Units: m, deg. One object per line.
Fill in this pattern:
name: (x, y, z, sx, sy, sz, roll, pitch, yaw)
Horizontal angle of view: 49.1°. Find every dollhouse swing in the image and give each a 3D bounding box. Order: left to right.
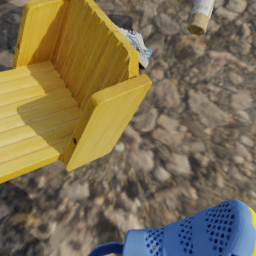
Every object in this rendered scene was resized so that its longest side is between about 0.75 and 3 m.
dollhouse swing: (-1.625, -0.773, 4.609, 2.352, 2.431, 2.676, -10, 55, -40)

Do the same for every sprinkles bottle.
sprinkles bottle: (1.928, -3.123, 7.123, 0.490, 0.490, 1.435, 17, 83, 8)

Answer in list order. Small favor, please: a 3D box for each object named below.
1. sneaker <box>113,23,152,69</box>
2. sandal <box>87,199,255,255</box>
sneaker: (0.001, -1.828, 5.864, 1.287, 0.496, 0.548, 39, 79, -27)
sandal: (0.388, 1.759, 3.647, 1.209, 1.104, 2.777, 43, 113, -8)
